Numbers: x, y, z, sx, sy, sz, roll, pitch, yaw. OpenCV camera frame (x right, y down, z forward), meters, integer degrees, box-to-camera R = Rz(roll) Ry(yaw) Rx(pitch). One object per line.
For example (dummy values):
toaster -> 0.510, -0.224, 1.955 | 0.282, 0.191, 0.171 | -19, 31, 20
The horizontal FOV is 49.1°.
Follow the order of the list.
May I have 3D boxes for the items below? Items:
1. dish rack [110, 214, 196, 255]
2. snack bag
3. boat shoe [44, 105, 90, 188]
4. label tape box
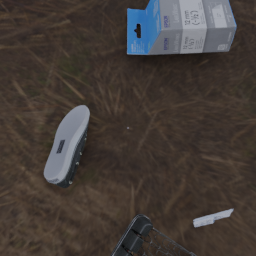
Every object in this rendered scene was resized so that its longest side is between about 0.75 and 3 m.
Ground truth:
dish rack -> 0.660, 3.095, 6.134 | 2.065, 0.563, 1.584 | 38, 77, -13
snack bag -> 1.918, 2.054, 6.335 | 0.901, 0.849, 0.096 | -18, 61, 5
boat shoe -> -1.431, 0.433, 7.049 | 0.761, 0.628, 2.218 | -2, 54, 28
label tape box -> 1.332, -3.042, 7.733 | 2.752, 0.910, 1.972 | 0, 58, 2
